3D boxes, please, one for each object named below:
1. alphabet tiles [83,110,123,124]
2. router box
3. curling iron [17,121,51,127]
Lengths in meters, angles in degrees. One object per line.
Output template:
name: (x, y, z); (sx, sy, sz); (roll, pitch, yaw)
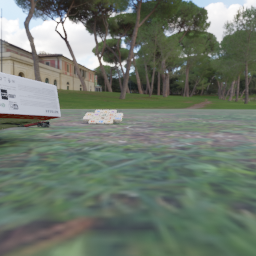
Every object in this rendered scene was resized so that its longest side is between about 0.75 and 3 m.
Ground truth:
alphabet tiles: (-0.871, -0.390, 9.962); (1.358, 0.099, 1.328); (1, 23, 4)
router box: (-2.687, -0.291, 4.335); (2.245, 0.611, 2.501); (-11, -3, 19)
curling iron: (-2.977, -0.130, 8.064); (1.489, 0.190, 0.369); (0, -5, -4)
